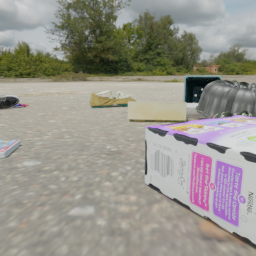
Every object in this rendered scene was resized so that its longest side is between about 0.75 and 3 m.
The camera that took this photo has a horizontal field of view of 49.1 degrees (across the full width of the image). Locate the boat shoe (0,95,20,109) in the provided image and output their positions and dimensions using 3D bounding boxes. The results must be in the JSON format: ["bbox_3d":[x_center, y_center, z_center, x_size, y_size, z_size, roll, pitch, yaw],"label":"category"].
[{"bbox_3d":[-5.970,-1.160,13.028,1.773,0.620,0.587,-7,18,-24],"label":"boat shoe"}]

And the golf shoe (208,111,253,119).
[{"bbox_3d":[2.160,0.084,6.169,2.147,0.829,0.945,6,-17,-42],"label":"golf shoe"}]

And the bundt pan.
[{"bbox_3d":[3.788,-0.914,9.290,2.909,1.092,2.909,5,19,-2],"label":"bundt pan"}]

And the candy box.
[{"bbox_3d":[1.869,0.514,3.635,2.245,0.957,2.676,-7,12,-30],"label":"candy box"}]

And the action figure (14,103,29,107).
[{"bbox_3d":[-5.371,-1.135,13.907,0.863,0.223,0.282,-1,8,-18],"label":"action figure"}]

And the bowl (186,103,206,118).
[{"bbox_3d":[2.700,-0.673,10.868,1.272,0.475,1.270,3,11,10],"label":"bowl"}]

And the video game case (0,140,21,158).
[{"bbox_3d":[-3.269,0.452,6.079,1.528,0.133,1.092,-1,11,-4],"label":"video game case"}]

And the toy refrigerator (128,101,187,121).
[{"bbox_3d":[1.021,-0.582,9.917,2.005,0.701,0.761,2,5,5],"label":"toy refrigerator"}]

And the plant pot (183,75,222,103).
[{"bbox_3d":[3.322,-1.491,12.530,1.555,1.560,1.589,3,5,15],"label":"plant pot"}]

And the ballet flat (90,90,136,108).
[{"bbox_3d":[-0.660,-1.466,13.981,2.569,0.810,0.882,-6,13,-29],"label":"ballet flat"}]
